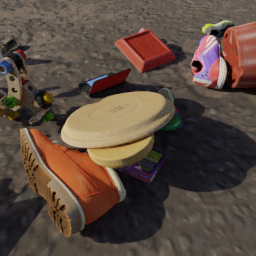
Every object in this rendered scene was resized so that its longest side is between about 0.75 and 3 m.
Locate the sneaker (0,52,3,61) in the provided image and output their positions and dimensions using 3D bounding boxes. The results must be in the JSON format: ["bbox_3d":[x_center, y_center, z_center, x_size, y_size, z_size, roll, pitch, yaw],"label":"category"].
[{"bbox_3d":[-6.097,-2.890,10.004,2.928,1.296,1.102,-4,43,-4],"label":"sneaker"}]

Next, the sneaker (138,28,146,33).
[{"bbox_3d":[0.624,-3.439,11.294,0.716,0.609,1.652,19,47,1],"label":"sneaker"}]

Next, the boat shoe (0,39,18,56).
[{"bbox_3d":[-4.816,-3.178,11.032,0.412,0.365,1.125,15,44,16],"label":"boat shoe"}]

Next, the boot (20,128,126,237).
[{"bbox_3d":[-1.319,0.862,6.092,1.539,1.077,2.870,-21,48,-35],"label":"boot"}]

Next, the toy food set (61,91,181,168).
[{"bbox_3d":[-0.171,-0.156,6.687,2.837,0.690,2.808,10,33,44],"label":"toy food set"}]

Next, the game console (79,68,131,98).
[{"bbox_3d":[-0.765,-1.602,8.909,1.379,0.818,1.188,-25,48,-26],"label":"game console"}]

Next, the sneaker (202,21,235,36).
[{"bbox_3d":[3.997,-4.265,12.227,1.441,0.532,0.583,-15,50,-5],"label":"sneaker"}]

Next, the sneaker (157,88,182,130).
[{"bbox_3d":[1.007,-0.586,7.926,0.666,0.595,1.627,-6,42,-7],"label":"sneaker"}]

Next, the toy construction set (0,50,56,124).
[{"bbox_3d":[-3.032,-0.898,7.833,2.097,1.932,2.514,-40,24,9],"label":"toy construction set"}]

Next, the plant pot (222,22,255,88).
[{"bbox_3d":[4.374,-2.303,8.700,2.444,2.513,2.513,-7,41,5],"label":"plant pot"}]

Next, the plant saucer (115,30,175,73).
[{"bbox_3d":[0.679,-2.999,10.481,1.740,0.319,1.736,-27,66,-28],"label":"plant saucer"}]

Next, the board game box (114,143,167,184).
[{"bbox_3d":[0.067,0.701,6.771,1.507,0.243,0.904,21,41,22],"label":"board game box"}]

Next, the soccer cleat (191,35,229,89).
[{"bbox_3d":[2.667,-2.433,9.723,1.056,0.984,2.885,6,45,-1],"label":"soccer cleat"}]
